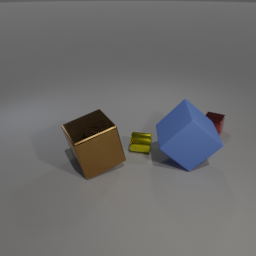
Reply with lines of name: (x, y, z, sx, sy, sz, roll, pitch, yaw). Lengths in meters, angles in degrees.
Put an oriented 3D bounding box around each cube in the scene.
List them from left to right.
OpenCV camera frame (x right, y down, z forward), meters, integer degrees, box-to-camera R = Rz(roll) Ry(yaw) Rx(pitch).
cube: (-1.095, 0.479, 8.923, 1.400, 1.400, 1.400, -25, 35, -16)
cube: (1.906, 0.221, 8.979, 1.400, 1.400, 1.400, 37, 26, -21)
cube: (3.400, -0.159, 11.177, 0.700, 0.700, 0.700, 15, 31, 26)

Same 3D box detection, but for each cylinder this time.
cylinder: (0.470, 0.504, 9.916, 0.700, 0.700, 0.700, 6, 28, 9)
